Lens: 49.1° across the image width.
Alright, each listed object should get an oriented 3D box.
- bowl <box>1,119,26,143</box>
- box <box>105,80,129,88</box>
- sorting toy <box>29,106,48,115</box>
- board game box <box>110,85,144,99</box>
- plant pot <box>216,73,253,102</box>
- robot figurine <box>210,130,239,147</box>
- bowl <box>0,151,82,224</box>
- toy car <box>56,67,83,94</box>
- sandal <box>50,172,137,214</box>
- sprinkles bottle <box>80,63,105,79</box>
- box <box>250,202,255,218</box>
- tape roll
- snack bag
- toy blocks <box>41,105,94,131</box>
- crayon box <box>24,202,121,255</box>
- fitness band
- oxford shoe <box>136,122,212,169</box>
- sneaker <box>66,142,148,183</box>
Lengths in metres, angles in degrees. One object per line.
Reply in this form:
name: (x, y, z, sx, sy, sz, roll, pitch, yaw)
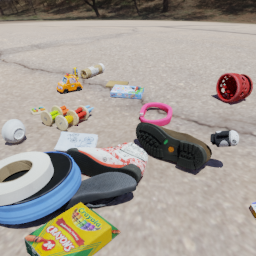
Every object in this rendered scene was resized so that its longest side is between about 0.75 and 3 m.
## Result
bowl: (-4.179, 0.162, 10.452, 0.418, 0.931, 0.931, 18, 32, 36)
box: (-0.640, -2.610, 16.740, 1.225, 0.130, 1.002, 5, 28, 9)
sorting toy: (-4.266, -0.862, 13.333, 0.705, 0.139, 0.761, -15, 31, -27)
board game box: (-0.020, -1.989, 15.328, 1.670, 0.306, 1.263, 5, 28, 8)
plant pot: (5.503, -2.087, 14.385, 1.331, 1.462, 1.462, -5, 26, -30)
robot figurine: (2.987, 0.341, 8.657, 0.827, 0.516, 0.622, -5, 8, 30)
bowl: (-2.644, 1.503, 7.800, 2.653, 0.521, 2.653, -10, 26, 5)
toy car: (-3.543, -2.987, 16.542, 1.466, 0.994, 2.988, -7, 29, -13)
sandal: (-1.071, 1.845, 7.767, 2.679, 0.574, 1.019, -13, 21, -4)
sprinkles bottle: (-2.306, -3.760, 18.438, 0.625, 0.625, 1.830, 17, 32, 30)
box: (3.569, 2.261, 7.219, 0.554, 0.193, 0.930, -1, 25, -2)
tape roll: (-2.975, 1.271, 7.419, 1.962, 0.358, 1.962, -9, 26, 4)
snack bag: (-1.909, 0.569, 10.418, 1.475, 0.158, 1.391, 6, 28, -2)
toy blocks: (-2.585, -0.649, 12.320, 1.599, 0.697, 1.919, 16, 30, 30)
crayon box: (-1.229, 2.473, 6.481, 1.195, 0.478, 1.882, 23, 35, 38)
fitness band: (1.285, -0.658, 12.696, 1.423, 0.371, 1.982, 6, 29, 11)
oxford shoe: (1.536, 0.551, 9.833, 2.945, 1.070, 1.243, 27, 24, 34)
sneaker: (-0.611, 0.951, 9.033, 2.528, 0.844, 1.355, 13, 31, 16)
